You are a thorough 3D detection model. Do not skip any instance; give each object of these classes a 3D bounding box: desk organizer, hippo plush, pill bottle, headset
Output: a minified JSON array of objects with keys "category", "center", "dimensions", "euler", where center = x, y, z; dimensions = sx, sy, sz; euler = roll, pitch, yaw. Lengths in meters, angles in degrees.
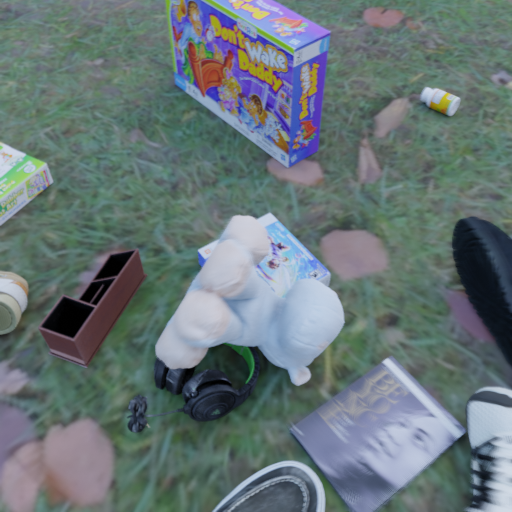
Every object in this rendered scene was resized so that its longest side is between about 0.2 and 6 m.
[{"category":"desk organizer","center":[-2.379,0.652,8.317],"dimensions":[0.648,0.696,1.808],"euler":[17,52,14]},{"category":"hippo plush","center":[-0.029,0.972,7.410],"dimensions":[2.019,2.511,2.000],"euler":[31,51,-5]},{"category":"pill bottle","center":[3.847,-3.258,11.760],"dimensions":[0.723,0.401,0.401],"euler":[34,58,26]},{"category":"headset","center":[-0.836,1.581,7.348],"dimensions":[1.280,0.974,2.073],"euler":[34,46,25]}]

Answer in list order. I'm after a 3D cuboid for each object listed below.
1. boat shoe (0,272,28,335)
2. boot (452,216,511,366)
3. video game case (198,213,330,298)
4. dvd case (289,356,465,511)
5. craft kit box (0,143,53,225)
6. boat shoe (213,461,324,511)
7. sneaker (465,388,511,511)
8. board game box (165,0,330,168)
[{"category":"boat shoe","center":[-4.674,0.665,8.249],"dimensions":[2.554,0.955,0.874],"euler":[4,32,-4]},{"category":"boot","center":[4.521,0.468,8.079],"dimensions":[2.454,1.115,2.920],"euler":[-16,63,-9]},{"category":"video game case","center":[0.105,0.188,8.920],"dimensions":[1.465,0.367,1.616],"euler":[-29,56,-21]},{"category":"dvd case","center":[1.581,2.289,7.305],"dimensions":[1.847,0.147,1.373],"euler":[-29,56,-22]},{"category":"craft kit box","center":[-5.355,-1.219,10.000],"dimensions":[2.343,0.576,2.372],"euler":[24,54,22]},{"category":"boat shoe","center":[-0.428,3.364,5.762],"dimensions":[1.176,1.157,3.263],"euler":[36,59,26]},{"category":"sneaker","center":[2.812,2.708,6.182],"dimensions":[1.233,1.064,2.813],"euler":[8,46,-17]},{"category":"board game box","center":[-0.290,-3.735,10.783],"dimensions":[0.833,2.503,3.722],"euler":[-33,57,-25]}]
